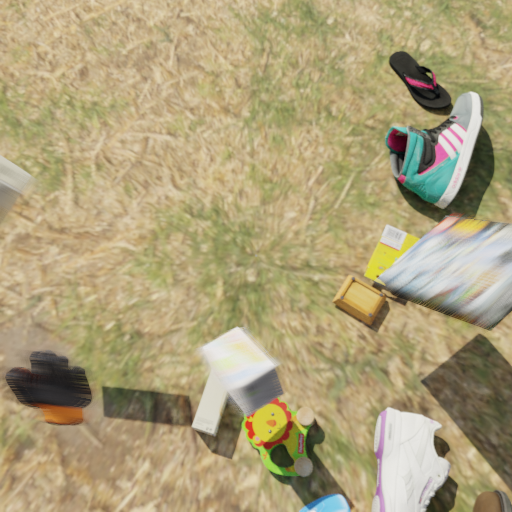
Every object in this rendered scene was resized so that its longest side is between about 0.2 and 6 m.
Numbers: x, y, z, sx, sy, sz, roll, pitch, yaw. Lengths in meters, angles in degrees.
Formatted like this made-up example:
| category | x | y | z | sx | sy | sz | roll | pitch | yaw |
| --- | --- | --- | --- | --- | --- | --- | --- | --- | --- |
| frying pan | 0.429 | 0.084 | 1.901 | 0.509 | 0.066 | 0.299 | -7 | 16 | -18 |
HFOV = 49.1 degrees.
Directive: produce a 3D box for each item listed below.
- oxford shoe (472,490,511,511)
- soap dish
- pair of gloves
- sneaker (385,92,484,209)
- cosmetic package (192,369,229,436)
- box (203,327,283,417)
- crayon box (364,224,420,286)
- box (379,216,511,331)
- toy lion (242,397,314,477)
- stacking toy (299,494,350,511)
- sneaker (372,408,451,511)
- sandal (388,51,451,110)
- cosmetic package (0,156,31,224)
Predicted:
| category | x | y | z | sx | sy | sz | roll | pitch | yaw |
| --- | --- | --- | --- | --- | --- | --- | --- | --- | --- |
| oxford shoe | 3.147 | 5.141 | 8.872 | 1.357 | 1.169 | 3.216 | 26 | 70 | 11 |
| soap dish | 2.050 | 0.845 | 11.043 | 0.876 | 0.356 | 0.689 | 31 | 71 | 11 |
| pair of gloves | -3.301 | 1.645 | 7.151 | 2.369 | 2.111 | 0.293 | 9 | 51 | -7 |
| sneaker | 3.705 | -2.539 | 12.034 | 1.705 | 1.181 | 2.824 | 23 | 71 | -1 |
| cosmetic package | -0.756 | 2.619 | 10.188 | 0.423 | 0.627 | 1.191 | 17 | 70 | 5 |
| box | -0.213 | 1.714 | 8.447 | 0.672 | 0.605 | 1.195 | -29 | 33 | -17 |
| crayon box | 2.753 | 0.085 | 11.368 | 0.805 | 0.322 | 1.269 | 26 | 69 | 10 |
| box | 3.126 | 0.152 | 8.367 | 1.617 | 2.361 | 0.471 | -41 | 108 | -9 |
| toy lion | 0.387 | 3.221 | 10.083 | 1.299 | 0.465 | 1.355 | 1 | 68 | 8 |
| stacking toy | 1.459 | 5.128 | 9.008 | 1.285 | 1.215 | 2.214 | -34 | 82 | -6 |
| sneaker | 2.646 | 3.957 | 9.438 | 1.317 | 0.990 | 2.644 | 7 | 68 | 3 |
| sandal | 3.788 | -4.136 | 13.023 | 0.720 | 0.432 | 1.918 | -31 | 71 | -12 |
| cosmetic package | -3.916 | -0.791 | 8.054 | 0.722 | 1.373 | 0.488 | 34 | 32 | -18 |
